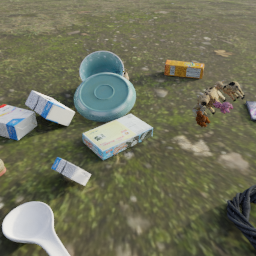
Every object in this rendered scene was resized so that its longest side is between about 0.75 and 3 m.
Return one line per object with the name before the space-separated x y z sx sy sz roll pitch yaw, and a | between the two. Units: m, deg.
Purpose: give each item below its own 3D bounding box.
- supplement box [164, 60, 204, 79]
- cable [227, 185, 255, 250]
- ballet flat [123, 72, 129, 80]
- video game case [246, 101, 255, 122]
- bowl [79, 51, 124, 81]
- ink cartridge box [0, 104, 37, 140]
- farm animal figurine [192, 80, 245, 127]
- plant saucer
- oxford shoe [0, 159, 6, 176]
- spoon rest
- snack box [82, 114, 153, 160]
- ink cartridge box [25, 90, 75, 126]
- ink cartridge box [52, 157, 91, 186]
supplement box | 2.937 -3.069 14.642 1.983 0.682 0.660 10 37 10
cable | 3.651 2.172 7.027 2.304 0.585 1.880 -19 33 -23
ballet flat | -0.847 -2.469 13.790 1.805 0.607 0.614 -13 36 -18
video game case | 5.560 -0.673 11.538 1.098 0.146 1.537 6 35 8
bowl | -1.159 -2.415 12.893 1.995 1.044 1.995 0 73 1
ink cartridge box | -4.544 -0.279 10.477 1.923 0.647 1.117 13 36 19
farm animal figurine | 2.820 -0.980 9.314 0.940 1.803 1.783 46 22 -6
plant saucer | -0.974 -1.401 11.570 2.602 0.357 2.602 -1 56 2
oxford shoe | -4.242 1.375 8.134 0.487 0.517 1.381 18 38 24
spoon rest | -1.989 2.446 6.383 2.337 0.708 1.161 30 44 35
snack box | -0.342 0.246 9.912 2.193 0.407 1.274 -24 40 -31
ink cartridge box | -2.994 -0.758 10.725 1.555 0.655 1.125 29 3 36
ink cartridge box | -1.624 1.240 8.020 0.914 0.667 0.385 18 74 38
